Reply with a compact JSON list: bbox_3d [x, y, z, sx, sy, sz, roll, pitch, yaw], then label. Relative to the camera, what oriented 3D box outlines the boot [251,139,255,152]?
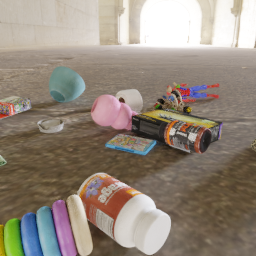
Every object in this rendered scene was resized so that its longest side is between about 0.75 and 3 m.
[{"bbox_3d":[4.950,0.591,8.592,1.910,0.689,1.442,-10,21,-24],"label":"boot"}]

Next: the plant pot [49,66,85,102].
[{"bbox_3d":[-3.301,-2.042,14.332,1.845,1.845,1.243,9,53,23],"label":"plant pot"}]

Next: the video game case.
[{"bbox_3d":[0.106,0.529,9.491,1.434,0.128,1.026,11,23,23],"label":"video game case"}]

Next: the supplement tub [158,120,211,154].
[{"bbox_3d":[1.603,0.214,8.140,1.442,0.771,0.771,15,26,39],"label":"supplement tub"}]

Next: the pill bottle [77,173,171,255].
[{"bbox_3d":[-0.113,1.627,5.438,1.786,1.002,1.002,19,28,40],"label":"pill bottle"}]

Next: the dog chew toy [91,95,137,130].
[{"bbox_3d":[-0.407,-0.492,10.605,1.898,1.182,1.182,22,14,-21],"label":"dog chew toy"}]

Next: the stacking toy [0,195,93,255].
[{"bbox_3d":[-1.933,2.000,4.747,2.527,1.079,1.079,-14,24,-15],"label":"stacking toy"}]

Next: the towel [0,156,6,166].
[{"bbox_3d":[-5.215,0.817,8.504,2.071,0.318,2.715,-16,26,-38],"label":"towel"}]

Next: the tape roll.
[{"bbox_3d":[0.029,-1.139,12.496,0.760,1.108,1.108,-13,25,-32],"label":"tape roll"}]

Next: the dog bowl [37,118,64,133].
[{"bbox_3d":[-2.994,-0.091,10.899,0.995,0.292,0.995,0,20,0],"label":"dog bowl"}]

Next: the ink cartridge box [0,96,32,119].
[{"bbox_3d":[-5.565,-0.949,12.790,1.122,0.519,2.059,9,22,22],"label":"ink cartridge box"}]

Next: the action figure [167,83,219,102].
[{"bbox_3d":[3.510,-1.861,14.505,2.929,0.956,1.450,-4,10,-11],"label":"action figure"}]

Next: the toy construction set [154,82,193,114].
[{"bbox_3d":[2.119,-1.013,12.254,1.543,1.422,1.850,-39,14,40],"label":"toy construction set"}]

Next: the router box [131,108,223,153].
[{"bbox_3d":[1.718,-0.024,10.037,2.576,0.673,2.026,19,24,40],"label":"router box"}]
